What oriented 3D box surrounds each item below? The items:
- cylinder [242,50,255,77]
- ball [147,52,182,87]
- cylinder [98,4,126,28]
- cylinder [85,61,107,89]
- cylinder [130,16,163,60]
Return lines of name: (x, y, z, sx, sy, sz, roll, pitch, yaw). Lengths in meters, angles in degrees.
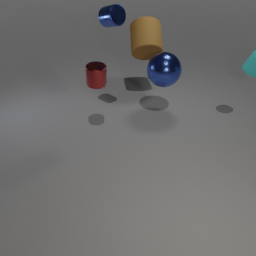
cylinder: (4.688, -2.345, 10.236, 0.700, 0.700, 0.700, 10, 51, -13)
ball: (1.459, -2.352, 11.308, 1.400, 1.400, 1.400, 0, 32, 0)
cylinder: (-0.547, -3.841, 9.614, 0.700, 0.700, 0.700, -25, 27, -34)
cylinder: (-1.078, -1.794, 9.522, 0.700, 0.700, 0.700, 2, 40, -2)
cylinder: (0.811, -3.976, 12.531, 1.400, 1.400, 1.400, -3, 77, -1)
